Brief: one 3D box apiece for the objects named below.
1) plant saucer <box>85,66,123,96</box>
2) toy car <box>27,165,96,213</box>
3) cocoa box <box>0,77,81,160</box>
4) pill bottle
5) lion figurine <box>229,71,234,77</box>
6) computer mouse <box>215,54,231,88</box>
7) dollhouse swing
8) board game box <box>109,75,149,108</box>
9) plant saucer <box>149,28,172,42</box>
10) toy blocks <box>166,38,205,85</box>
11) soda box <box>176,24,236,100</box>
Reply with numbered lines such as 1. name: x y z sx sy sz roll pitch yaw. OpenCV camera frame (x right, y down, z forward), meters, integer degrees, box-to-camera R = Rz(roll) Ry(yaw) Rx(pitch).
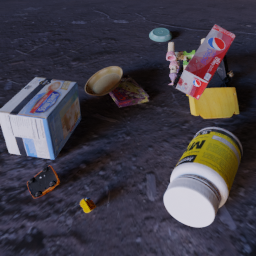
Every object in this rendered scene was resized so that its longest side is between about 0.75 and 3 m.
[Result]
1. plant saucer: -1.131 -2.236 13.809 2.086 0.369 2.086 -18 42 17
2. toy car: -1.969 2.035 8.344 2.163 1.061 0.720 38 3 19
3. cocoa box: -3.106 -0.446 10.491 1.819 1.848 2.771 7 36 10
4. pill bottle: 2.226 1.330 8.151 1.641 1.641 2.871 18 38 23
5. lion figurine: 5.522 -3.020 15.583 0.800 0.290 0.490 11 42 39
6. computer mouse: 4.469 -3.058 13.803 0.692 2.623 1.817 -3 32 30
7. dollhouse swing: 3.675 -1.088 12.738 1.894 1.665 1.721 -3 77 -5
8. board game box: -0.173 -1.896 13.884 1.552 0.418 2.586 -16 38 -15
9. plant saucer: 2.441 -7.005 20.818 1.732 0.311 1.732 -2 49 2
10. toy blocks: 3.273 -3.139 14.843 2.219 2.374 1.999 -2 66 17
11. soda box: 2.701 -2.292 9.593 0.884 0.976 2.789 31 59 10
